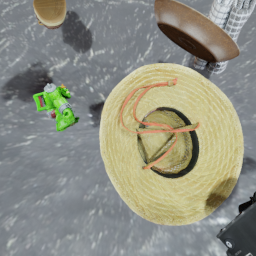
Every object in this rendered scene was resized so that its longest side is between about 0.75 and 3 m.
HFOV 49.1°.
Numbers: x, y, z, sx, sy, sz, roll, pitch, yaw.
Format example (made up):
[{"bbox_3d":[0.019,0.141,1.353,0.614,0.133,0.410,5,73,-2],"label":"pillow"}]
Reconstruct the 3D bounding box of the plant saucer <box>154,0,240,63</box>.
[{"bbox_3d":[1.049,-1.514,4.632,1.632,1.632,0.298,35,99,16],"label":"plant saucer"}]

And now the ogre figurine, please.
[{"bbox_3d":[-1.184,-0.333,4.718,0.599,1.220,0.732,-29,94,0],"label":"ogre figurine"}]

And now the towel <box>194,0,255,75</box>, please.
[{"bbox_3d":[2.115,-2.181,5.969,0.767,1.483,1.791,23,50,13],"label":"towel"}]

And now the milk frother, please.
[{"bbox_3d":[1.860,1.386,3.252,1.223,1.104,1.151,-34,61,-10],"label":"milk frother"}]

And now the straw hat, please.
[{"bbox_3d":[0.565,0.223,4.522,2.419,1.024,2.419,1,88,-19],"label":"straw hat"}]

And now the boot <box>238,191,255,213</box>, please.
[{"bbox_3d":[2.498,1.245,4.664,1.112,0.935,0.425,-5,61,2],"label":"boot"}]

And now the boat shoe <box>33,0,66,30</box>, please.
[{"bbox_3d":[-2.053,-3.058,7.261,0.793,0.791,2.197,-17,52,-16],"label":"boat shoe"}]
